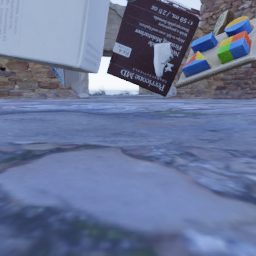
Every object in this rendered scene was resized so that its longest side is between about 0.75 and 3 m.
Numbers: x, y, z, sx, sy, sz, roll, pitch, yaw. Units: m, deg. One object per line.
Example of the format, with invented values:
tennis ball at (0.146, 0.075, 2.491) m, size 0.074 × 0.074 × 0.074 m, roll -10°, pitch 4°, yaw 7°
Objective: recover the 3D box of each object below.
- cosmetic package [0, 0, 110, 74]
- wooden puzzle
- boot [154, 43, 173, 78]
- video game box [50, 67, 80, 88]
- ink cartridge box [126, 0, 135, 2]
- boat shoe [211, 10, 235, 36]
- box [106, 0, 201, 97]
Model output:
cosmetic package at (-1.607, -2.088, 4.738) m, size 2.349 × 1.938 × 1.936 m, roll 11°, pitch 9°, yaw 1°
wooden puzzle at (2.009, -1.784, 6.212) m, size 1.841 × 0.460 × 1.988 m, roll -16°, pitch 31°, yaw 42°
boot at (1.079, -2.039, 8.335) m, size 0.538 × 1.126 × 0.414 m, roll -5°, pitch -16°, yaw 19°
video game box at (-2.391, -2.935, 8.135) m, size 0.700 × 2.725 × 2.991 m, roll -33°, pitch -7°, yaw -17°
ink cartridge box at (0.226, -3.161, 5.967) m, size 0.177 × 0.707 × 0.815 m, roll -3°, pitch 9°, yaw -29°
boat shoe at (3.227, -3.385, 9.663) m, size 0.540 × 1.474 × 0.462 m, roll 36°, pitch -19°, yaw -26°
box at (0.959, -3.171, 10.181) m, size 2.397 × 2.890 × 2.373 m, roll 22°, pitch 30°, yaw 1°
